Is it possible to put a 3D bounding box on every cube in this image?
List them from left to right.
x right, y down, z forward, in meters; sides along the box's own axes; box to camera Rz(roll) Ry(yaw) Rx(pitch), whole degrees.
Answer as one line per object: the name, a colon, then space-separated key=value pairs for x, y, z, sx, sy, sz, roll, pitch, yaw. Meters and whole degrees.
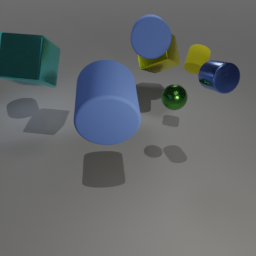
cube: x=-3.190 y=-2.167 z=9.163 sx=1.400 sy=1.400 sz=1.400 roll=7 pitch=1 yaw=8
cube: x=1.341 y=-3.393 z=12.550 sx=1.400 sy=1.400 sz=1.400 roll=-13 pitch=-5 yaw=32

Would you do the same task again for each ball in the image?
ball: x=1.249 y=-0.828 z=7.548 sx=0.700 sy=0.700 sz=0.700 roll=0 pitch=32 yaw=0

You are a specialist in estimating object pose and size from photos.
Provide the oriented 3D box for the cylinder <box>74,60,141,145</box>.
cylinder: x=-0.478 y=-0.579 z=6.313 sx=1.400 sy=1.400 sz=1.400 roll=-3 pitch=44 yaw=-4

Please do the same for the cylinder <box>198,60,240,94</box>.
cylinder: x=2.136 y=-1.218 z=6.611 sx=0.700 sy=0.700 sz=0.700 roll=-9 pitch=20 yaw=-13

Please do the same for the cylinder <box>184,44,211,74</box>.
cylinder: x=2.239 y=-2.213 z=9.061 sx=0.700 sy=0.700 sz=0.700 roll=14 pitch=77 yaw=21

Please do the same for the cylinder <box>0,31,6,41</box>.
cylinder: x=-4.694 y=-2.709 z=10.388 sx=1.400 sy=1.400 sz=1.400 roll=-12 pitch=6 yaw=-18

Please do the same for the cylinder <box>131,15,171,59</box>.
cylinder: x=0.815 y=-3.348 z=10.205 sx=1.400 sy=1.400 sz=1.400 roll=1 pitch=25 yaw=2
